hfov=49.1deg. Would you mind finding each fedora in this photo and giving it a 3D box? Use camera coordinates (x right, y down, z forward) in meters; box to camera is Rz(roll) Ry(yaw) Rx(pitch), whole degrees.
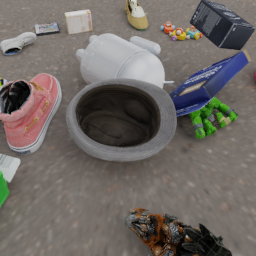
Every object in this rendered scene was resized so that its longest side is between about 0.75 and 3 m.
[{"bbox_3d":[-0.187,-0.068,6.591,2.440,1.102,2.158,-3,62,-9],"label":"fedora"}]

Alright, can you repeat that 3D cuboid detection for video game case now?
[{"bbox_3d":[-3.249,-3.997,11.266,0.918,0.117,0.830,-12,47,-11],"label":"video game case"}]

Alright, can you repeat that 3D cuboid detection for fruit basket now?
[{"bbox_3d":[-3.829,1.300,5.278,2.705,1.268,2.506,10,47,8],"label":"fruit basket"}]

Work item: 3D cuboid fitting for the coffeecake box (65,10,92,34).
[{"bbox_3d":[-1.926,-4.162,10.990,0.960,0.737,0.351,-14,47,-13],"label":"coffeecake box"}]

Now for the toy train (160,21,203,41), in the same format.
[{"bbox_3d":[2.123,-3.892,10.933,1.620,0.450,1.217,-1,46,-1],"label":"toy train"}]

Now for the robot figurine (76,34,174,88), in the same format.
[{"bbox_3d":[-0.173,-1.561,7.830,2.875,1.624,2.438,34,82,28],"label":"robot figurine"}]

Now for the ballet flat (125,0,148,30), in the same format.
[{"bbox_3d":[0.288,-4.864,11.708,0.755,0.693,2.199,-12,47,-11],"label":"ballet flat"}]

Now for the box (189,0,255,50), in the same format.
[{"bbox_3d":[2.541,-2.799,7.629,1.006,0.709,1.360,-6,49,-35],"label":"box"}]

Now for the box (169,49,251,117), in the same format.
[{"bbox_3d":[1.972,-1.149,7.572,2.717,0.440,1.646,-41,13,-33],"label":"box"}]

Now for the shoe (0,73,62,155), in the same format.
[{"bbox_3d":[-2.500,-0.844,7.331,1.060,1.349,2.966,2,46,1],"label":"shoe"}]

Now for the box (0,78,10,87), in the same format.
[{"bbox_3d":[-4.052,-0.318,7.199,0.884,0.812,2.524,21,49,18],"label":"box"}]

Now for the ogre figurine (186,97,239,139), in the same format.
[{"bbox_3d":[2.132,-0.329,7.337,1.490,0.731,0.893,-32,71,-9],"label":"ogre figurine"}]

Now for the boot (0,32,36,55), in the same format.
[{"bbox_3d":[-3.887,-2.985,10.104,1.312,0.483,0.627,-25,56,-11],"label":"boot"}]

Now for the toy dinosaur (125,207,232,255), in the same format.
[{"bbox_3d":[1.102,1.988,4.613,2.449,1.662,1.251,2,86,9],"label":"toy dinosaur"}]
